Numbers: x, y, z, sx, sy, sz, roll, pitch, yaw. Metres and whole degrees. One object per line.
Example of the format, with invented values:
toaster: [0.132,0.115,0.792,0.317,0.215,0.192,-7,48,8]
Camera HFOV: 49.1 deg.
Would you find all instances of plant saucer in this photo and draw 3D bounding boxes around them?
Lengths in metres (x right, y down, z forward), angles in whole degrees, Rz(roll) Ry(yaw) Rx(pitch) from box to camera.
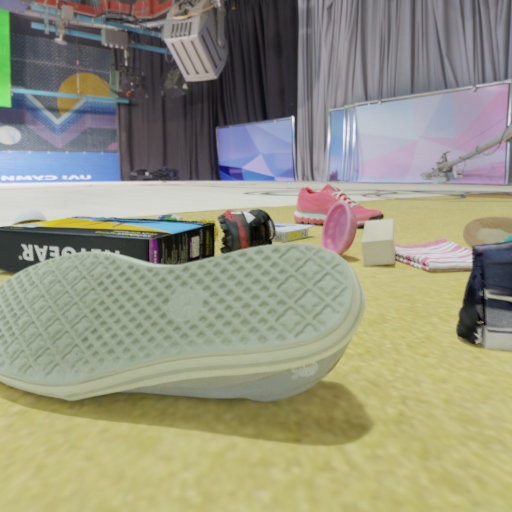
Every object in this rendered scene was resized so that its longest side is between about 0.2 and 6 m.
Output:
plant saucer: [1.595,-0.481,10.624,0.276,1.090,1.090,12,6,-19]

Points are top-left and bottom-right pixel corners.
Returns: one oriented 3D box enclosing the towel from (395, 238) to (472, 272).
towel: [3.313,-0.032,10.193,1.452,0.297,1.984,-3,10,-12]

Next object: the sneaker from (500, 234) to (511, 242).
sneaker: [3.558,0.048,7.022,0.737,0.825,2.065,42,22,-5]

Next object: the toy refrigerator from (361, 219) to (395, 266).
toy refrigerator: [2.270,-0.248,10.325,0.546,0.503,1.438,-5,17,15]

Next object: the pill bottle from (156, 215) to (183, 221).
pill bottle: [-2.358,-0.939,15.266,0.670,0.372,0.372,2,10,16]

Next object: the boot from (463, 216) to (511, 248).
boot: [5.208,-0.256,10.433,2.341,0.824,1.676,11,9,31]

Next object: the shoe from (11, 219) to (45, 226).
shoe: [-4.099,-0.373,11.405,1.895,0.663,0.506,1,-8,-37]

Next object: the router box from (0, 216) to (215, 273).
router box: [-2.511,-0.179,9.582,3.016,0.770,2.250,4,10,20]

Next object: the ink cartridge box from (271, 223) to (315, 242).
ink cartridge box: [0.544,-0.571,13.411,1.289,0.307,1.305,6,10,40]

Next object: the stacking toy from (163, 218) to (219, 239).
stacking toy: [-2.198,-0.592,13.074,1.665,0.519,2.209,-7,10,-43]

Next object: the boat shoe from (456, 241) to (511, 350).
boat shoe: [3.197,0.371,5.593,2.249,1.043,0.840,0,10,0]

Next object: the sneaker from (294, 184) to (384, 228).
sneaker: [2.223,-1.415,15.637,2.724,1.182,1.004,8,12,34]

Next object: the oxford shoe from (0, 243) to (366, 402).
oxford shoe: [-0.822,0.629,4.591,3.484,1.310,1.006,-5,-33,18]

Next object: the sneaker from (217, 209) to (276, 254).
sneaker: [-0.175,-0.508,11.279,1.173,0.848,2.400,-2,8,0]

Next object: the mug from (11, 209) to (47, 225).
mug: [-4.938,-0.488,11.946,1.001,0.739,0.878,-33,25,-10]
